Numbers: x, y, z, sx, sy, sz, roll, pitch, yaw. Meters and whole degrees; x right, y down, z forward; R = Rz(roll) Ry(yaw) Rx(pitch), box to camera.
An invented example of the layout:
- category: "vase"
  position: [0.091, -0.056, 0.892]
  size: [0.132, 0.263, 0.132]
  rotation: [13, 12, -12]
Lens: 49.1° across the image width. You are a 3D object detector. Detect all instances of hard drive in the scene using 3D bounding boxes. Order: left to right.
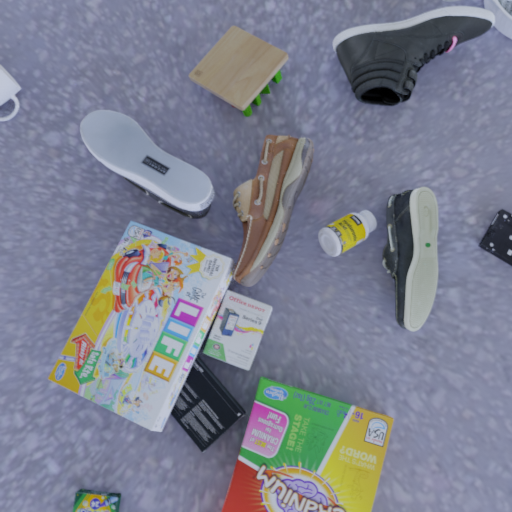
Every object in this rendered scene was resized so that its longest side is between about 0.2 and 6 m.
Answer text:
- category: "hard drive"
  position: [4.675, -0.210, 10.007]
  size: [1.144, 0.216, 0.799]
  rotation: [31, 81, 6]

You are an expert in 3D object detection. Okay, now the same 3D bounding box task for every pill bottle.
- category: "pill bottle"
  position: [1.615, -0.426, 9.795]
  size: [0.977, 0.544, 0.544]
  rotation: [-29, 80, -24]

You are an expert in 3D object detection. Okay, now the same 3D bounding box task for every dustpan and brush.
- category: "dustpan and brush"
  position: [4.743, -4.906, 10.511]
  size: [3.365, 0.963, 2.348]
  rotation: [-8, 79, -1]

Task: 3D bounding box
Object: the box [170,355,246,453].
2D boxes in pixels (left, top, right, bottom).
- category: "box"
  position: [-0.941, 2.433, 9.351]
  size: [0.924, 0.517, 1.310]
  rotation: [-41, 81, -3]

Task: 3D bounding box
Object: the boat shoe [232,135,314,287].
- category: "boat shoe"
  position: [0.115, -0.851, 9.764]
  size: [1.041, 1.098, 2.898]
  rotation: [19, 71, 7]

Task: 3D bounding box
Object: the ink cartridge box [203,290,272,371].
- category: "ink cartridge box"
  position: [-0.307, 1.272, 9.580]
  size: [0.842, 0.507, 1.159]
  rotation: [21, 78, 4]

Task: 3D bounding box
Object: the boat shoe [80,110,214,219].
- category: "boat shoe"
  position: [-1.902, -1.546, 9.891]
  size: [2.766, 0.916, 0.967]
  rotation: [30, 69, 10]

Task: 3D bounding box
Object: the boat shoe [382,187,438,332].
- category: "boat shoe"
  position: [2.638, 0.069, 9.756]
  size: [0.883, 0.831, 2.459]
  rotation: [8, 82, -42]

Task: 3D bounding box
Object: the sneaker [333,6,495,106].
- category: "sneaker"
  position: [2.973, -3.566, 10.287]
  size: [2.919, 1.032, 1.448]
  rotation: [-10, 81, 4]

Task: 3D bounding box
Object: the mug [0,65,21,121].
- category: "mug"
  position: [-4.873, -2.984, 10.319]
  size: [0.921, 0.775, 1.050]
  rotation: [-41, 113, -2]

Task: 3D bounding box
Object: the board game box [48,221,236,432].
- category: "board game box"
  position: [-1.838, 1.089, 9.302]
  size: [1.993, 0.507, 2.965]
  rotation: [20, 75, 15]

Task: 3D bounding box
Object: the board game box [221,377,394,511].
- category: "board game box"
  position: [0.730, 3.737, 9.061]
  size: [2.285, 0.602, 2.987]
  rotation: [16, 80, 3]

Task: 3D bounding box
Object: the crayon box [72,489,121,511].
- category: "crayon box"
  position: [-2.645, 4.435, 9.091]
  size: [0.706, 0.289, 1.122]
  rotation: [6, 80, 1]

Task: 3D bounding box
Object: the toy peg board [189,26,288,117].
- category: "toy peg board"
  position: [-0.282, -3.361, 10.480]
  size: [1.346, 0.661, 1.352]
  rotation: [35, 80, 22]
